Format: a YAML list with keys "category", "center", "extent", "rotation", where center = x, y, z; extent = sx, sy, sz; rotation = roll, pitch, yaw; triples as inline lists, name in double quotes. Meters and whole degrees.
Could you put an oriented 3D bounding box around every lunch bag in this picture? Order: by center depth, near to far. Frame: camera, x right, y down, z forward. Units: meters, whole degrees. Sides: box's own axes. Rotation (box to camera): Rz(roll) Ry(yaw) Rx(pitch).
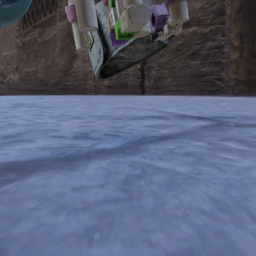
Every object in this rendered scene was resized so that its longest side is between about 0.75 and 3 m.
- category: "lunch bag"
  center: [-0.410, -3.247, 9.597]
  extent: [2.793, 2.291, 1.642]
  rotation: [-27, -20, 28]

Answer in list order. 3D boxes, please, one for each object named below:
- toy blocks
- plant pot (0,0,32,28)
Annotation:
- category: "toy blocks"
  center: [-0.085, -3.287, 6.422]
  extent: [2.766, 2.329, 2.585]
  rotation: [-10, 6, -11]
- category: "plant pot"
  center: [-2.609, -2.845, 5.366]
  extent: [1.757, 1.757, 1.177]
  rotation: [-5, 18, -34]
